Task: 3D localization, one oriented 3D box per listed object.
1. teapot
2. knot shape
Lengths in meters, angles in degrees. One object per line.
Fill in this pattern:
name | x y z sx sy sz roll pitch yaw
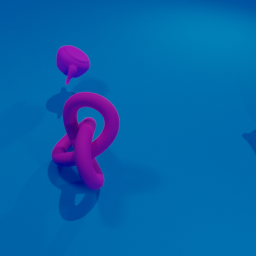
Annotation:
teapot | -1.496 -1.673 7.407 0.912 0.718 1.467 23 32 -26
knot shape | -0.836 0.144 5.551 0.858 1.737 1.856 5 24 -35
